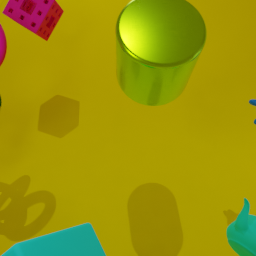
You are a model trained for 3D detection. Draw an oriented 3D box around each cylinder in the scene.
[{"bbox_3d":[0.417,-1.096,4.152,1.190,1.190,1.190,1,70,-1],"label":"cylinder"}]

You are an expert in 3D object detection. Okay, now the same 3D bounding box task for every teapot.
[{"bbox_3d":[1.986,1.678,4.315,0.685,0.870,1.399,-44,112,-17],"label":"teapot"}]

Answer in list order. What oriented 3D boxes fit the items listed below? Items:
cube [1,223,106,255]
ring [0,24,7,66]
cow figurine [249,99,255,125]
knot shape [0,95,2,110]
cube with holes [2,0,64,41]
[{"bbox_3d":[-1.066,2.310,3.677,1.385,1.385,1.385,-41,66,20],"label":"cube"},{"bbox_3d":[-2.502,-1.304,4.148,1.307,0.261,1.307,2,85,-27],"label":"ring"},{"bbox_3d":[3.043,-0.498,4.546,1.745,1.717,0.958,-28,105,-39],"label":"cow figurine"},{"bbox_3d":[-2.993,-0.330,5.067,1.336,0.617,1.250,4,54,-31],"label":"knot shape"},{"bbox_3d":[-2.047,-2.552,6.162,0.805,0.805,0.805,31,96,-3],"label":"cube with holes"}]
